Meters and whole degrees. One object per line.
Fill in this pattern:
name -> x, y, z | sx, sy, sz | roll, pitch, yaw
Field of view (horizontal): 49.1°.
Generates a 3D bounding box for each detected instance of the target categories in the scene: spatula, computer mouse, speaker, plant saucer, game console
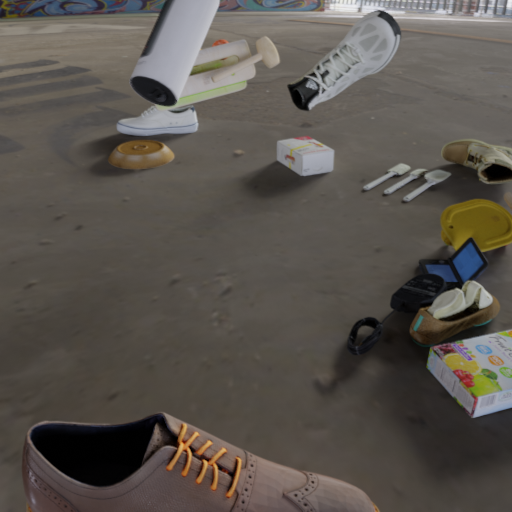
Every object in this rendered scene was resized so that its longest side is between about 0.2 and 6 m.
spatula -> 3.543, -1.773, 13.150 | 1.407, 0.162, 2.023 | 24, 37, 34
computer mouse -> 2.117, 0.898, 8.319 | 2.224, 0.379, 0.652 | -30, 30, -31
speaker -> -1.078, -2.888, 7.542 | 0.689, 0.689, 1.698 | 14, 75, 23
plant saucer -> -3.015, -2.707, 14.649 | 1.709, 0.303, 1.709 | 0, 30, 0
game console -> 3.263, 0.124, 9.360 | 0.842, 0.583, 0.986 | 2, 29, 2

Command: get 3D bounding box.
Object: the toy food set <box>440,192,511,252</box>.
toy food set -> 4.206, -0.461, 10.502 | 1.880, 0.614, 1.106 | -14, 56, -19

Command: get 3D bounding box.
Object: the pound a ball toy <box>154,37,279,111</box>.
pound a ball toy -> -0.946, -3.873, 11.332 | 2.447, 1.039, 1.596 | -19, 6, -12

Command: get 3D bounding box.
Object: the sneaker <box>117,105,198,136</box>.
sneaker -> -2.921, -4.069, 16.503 | 2.365, 0.837, 0.864 | -6, 30, -11

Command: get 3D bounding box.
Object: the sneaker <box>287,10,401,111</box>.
sneaker -> 1.675, -3.729, 11.453 | 1.607, 1.054, 2.792 | -45, 9, -28

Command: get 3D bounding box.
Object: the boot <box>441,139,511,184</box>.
boot -> 5.372, -2.269, 13.539 | 1.815, 0.654, 1.404 | 12, 32, 18

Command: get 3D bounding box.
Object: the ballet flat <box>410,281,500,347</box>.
ballet flat -> 2.976, 0.740, 8.190 | 1.816, 0.657, 0.616 | -16, 33, -26

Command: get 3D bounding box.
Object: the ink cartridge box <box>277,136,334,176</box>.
ink cartridge box -> 1.229, -2.523, 14.068 | 0.947, 0.544, 1.305 | -14, 32, -23

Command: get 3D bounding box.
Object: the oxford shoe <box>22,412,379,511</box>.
oxford shoe -> -0.531, 2.171, 5.059 | 3.393, 1.237, 1.210 | 2, 30, 4

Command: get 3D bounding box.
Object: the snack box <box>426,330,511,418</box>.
snack box -> 3.091, 1.461, 7.194 | 1.417, 0.375, 1.008 | -8, 31, -15
